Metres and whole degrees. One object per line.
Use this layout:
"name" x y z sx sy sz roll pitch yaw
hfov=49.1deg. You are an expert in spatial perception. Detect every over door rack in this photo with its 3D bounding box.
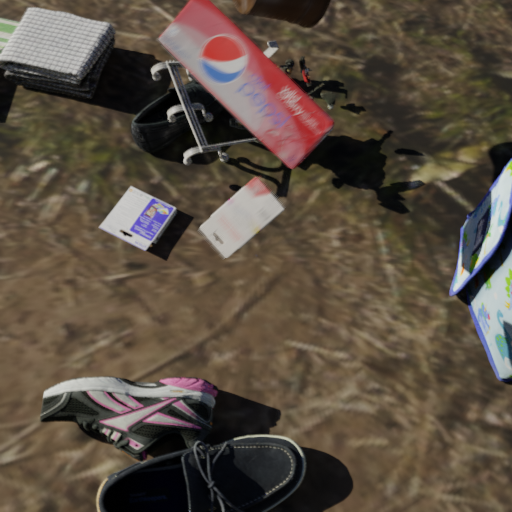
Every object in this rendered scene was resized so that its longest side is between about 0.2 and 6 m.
"over door rack" -0.508 -2.896 10.790 2.606 0.868 1.925 -19 84 -23

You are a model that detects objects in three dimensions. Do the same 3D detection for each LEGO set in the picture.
"LEGO set" 0.642 -2.752 10.799 1.940 0.846 2.987 3 47 20

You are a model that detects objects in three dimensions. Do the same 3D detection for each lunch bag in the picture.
"lunch bag" 4.210 0.167 8.598 1.849 2.467 2.901 -10 65 -6

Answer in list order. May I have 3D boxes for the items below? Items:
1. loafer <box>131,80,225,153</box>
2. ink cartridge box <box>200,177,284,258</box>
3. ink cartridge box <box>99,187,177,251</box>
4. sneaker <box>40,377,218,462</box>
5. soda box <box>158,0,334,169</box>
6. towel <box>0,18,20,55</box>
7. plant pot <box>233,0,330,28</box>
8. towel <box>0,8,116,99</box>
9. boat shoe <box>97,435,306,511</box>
"loafer" -1.388 -2.950 10.984 2.442 0.857 0.829 -39 70 -17
"ink cartridge box" -0.171 -0.442 6.563 0.885 0.299 0.515 -40 94 2
"ink cartridge box" -2.148 -0.655 10.229 1.028 0.225 1.038 26 65 12
"sneaker" -1.908 2.439 8.301 2.662 1.069 1.149 -2 66 0
"soda box" -0.093 -2.326 7.621 2.472 0.784 0.865 43 102 -5
"towel" -5.634 -4.684 12.025 1.087 0.167 1.426 16 51 7
"plant pot" 0.339 -4.142 8.540 1.206 1.218 1.218 -10 63 -27
"towel" -4.046 -4.200 11.619 2.012 0.861 1.666 13 64 8
"boat shoe" -0.761 3.244 7.929 3.061 0.953 1.142 -8 68 -6
